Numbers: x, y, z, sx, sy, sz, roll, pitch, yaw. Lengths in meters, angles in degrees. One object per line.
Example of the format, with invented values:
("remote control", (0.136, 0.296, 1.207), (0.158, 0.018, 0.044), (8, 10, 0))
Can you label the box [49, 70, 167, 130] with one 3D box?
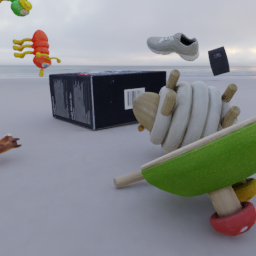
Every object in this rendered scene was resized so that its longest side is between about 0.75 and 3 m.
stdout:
("box", (-0.598, -0.978, 8.257), (2.615, 1.361, 2.381), (-12, 16, -38))

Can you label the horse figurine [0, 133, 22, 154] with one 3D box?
("horse figurine", (-3.041, 0.280, 4.432), (2.230, 0.557, 1.478), (-2, 15, -38))

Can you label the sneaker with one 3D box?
("sneaker", (1.360, -2.609, 8.441), (1.678, 0.635, 0.772), (16, -24, 16))

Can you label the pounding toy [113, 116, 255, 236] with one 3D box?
("pounding toy", (0.891, 0.574, 3.053), (1.502, 0.903, 1.945), (-19, -9, -28))

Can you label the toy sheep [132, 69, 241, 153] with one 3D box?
("toy sheep", (1.085, -0.140, 4.647), (2.091, 1.441, 1.441), (17, 13, 2))

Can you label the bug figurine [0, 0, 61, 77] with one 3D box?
("bug figurine", (-2.149, -1.811, 4.559), (0.605, 1.824, 2.351), (-15, -5, 34))

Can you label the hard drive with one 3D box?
("hard drive", (2.707, -1.985, 8.340), (0.524, 0.777, 0.164), (-14, 9, 22))
